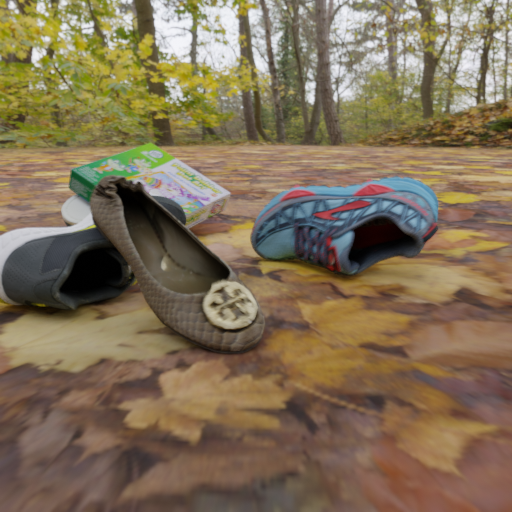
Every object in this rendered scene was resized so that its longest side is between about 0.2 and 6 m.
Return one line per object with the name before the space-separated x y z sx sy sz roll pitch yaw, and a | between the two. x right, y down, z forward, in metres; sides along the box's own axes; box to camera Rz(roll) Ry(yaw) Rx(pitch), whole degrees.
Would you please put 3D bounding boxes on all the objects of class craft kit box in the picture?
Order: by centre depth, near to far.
craft kit box | -2.081 -1.303 11.234 2.305 0.559 2.277 33 35 17

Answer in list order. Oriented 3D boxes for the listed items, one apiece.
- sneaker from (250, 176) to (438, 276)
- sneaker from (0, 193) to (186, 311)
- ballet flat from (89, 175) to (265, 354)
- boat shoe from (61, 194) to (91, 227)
sneaker | 1.169 -0.361 8.449 2.998 1.189 1.432 -11 34 25
sneaker | -1.928 0.016 7.643 1.371 1.207 3.240 16 29 31
ballet flat | -0.981 -0.061 6.319 1.010 0.695 2.999 -19 49 -36
boat shoe | -2.540 -0.884 11.788 3.251 1.004 1.184 -21 56 -42
